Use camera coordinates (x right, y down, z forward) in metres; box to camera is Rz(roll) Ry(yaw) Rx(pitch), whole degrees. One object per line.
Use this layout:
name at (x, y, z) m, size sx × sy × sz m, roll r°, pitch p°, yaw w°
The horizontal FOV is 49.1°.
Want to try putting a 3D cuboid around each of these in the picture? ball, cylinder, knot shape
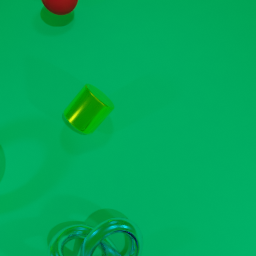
ball at (-1.961, -3.808, 8.011) m, size 1.077 × 1.077 × 1.077 m, roll 0°, pitch 65°, yaw 0°
cylinder at (-0.956, -0.464, 6.912) m, size 0.913 × 0.913 × 0.913 m, roll -48°, pitch 70°, yaw 14°
knot shape at (-0.726, 2.594, 5.614) m, size 1.789 × 0.884 × 1.912 m, roll 23°, pitch 68°, yaw 8°
